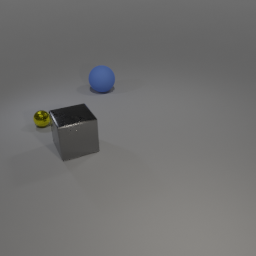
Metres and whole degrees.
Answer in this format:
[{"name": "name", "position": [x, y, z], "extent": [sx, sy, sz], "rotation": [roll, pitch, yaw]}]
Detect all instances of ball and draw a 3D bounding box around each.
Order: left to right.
[{"name": "ball", "position": [-3.620, -0.399, 11.769], "extent": [0.700, 0.700, 0.700], "rotation": [0, 30, 0]}, {"name": "ball", "position": [-1.386, -2.605, 14.839], "extent": [1.400, 1.400, 1.400], "rotation": [0, 30, 0]}]

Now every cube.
[{"name": "cube", "position": [-1.959, 0.113, 10.193], "extent": [1.400, 1.400, 1.400], "rotation": [-14, 33, -22]}]
